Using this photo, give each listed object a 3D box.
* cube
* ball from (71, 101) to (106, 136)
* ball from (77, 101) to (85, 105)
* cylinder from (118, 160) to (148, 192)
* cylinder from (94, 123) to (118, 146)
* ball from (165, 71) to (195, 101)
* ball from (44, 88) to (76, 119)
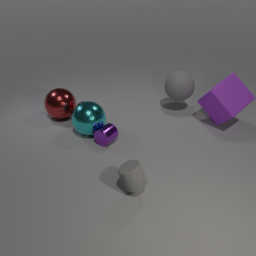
[{"bbox_3d":[4.113,-1.200,11.862,1.400,1.400,1.400,-38,86,-16],"label":"cube"},{"bbox_3d":[-1.585,-0.388,11.355,1.400,1.400,1.400,0,30,0],"label":"ball"},{"bbox_3d":[-1.928,-0.830,12.289,0.700,0.700,0.700,0,30,0],"label":"ball"},{"bbox_3d":[0.145,1.414,8.277,0.700,0.700,0.700,-20,23,9],"label":"cylinder"},{"bbox_3d":[-0.848,0.257,10.919,0.700,0.700,0.700,19,35,29],"label":"cylinder"},{"bbox_3d":[2.417,-1.959,13.131,1.400,1.400,1.400,0,30,0],"label":"ball"},{"bbox_3d":[-3.036,-1.094,12.585,1.400,1.400,1.400,0,30,0],"label":"ball"}]
